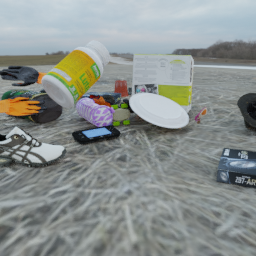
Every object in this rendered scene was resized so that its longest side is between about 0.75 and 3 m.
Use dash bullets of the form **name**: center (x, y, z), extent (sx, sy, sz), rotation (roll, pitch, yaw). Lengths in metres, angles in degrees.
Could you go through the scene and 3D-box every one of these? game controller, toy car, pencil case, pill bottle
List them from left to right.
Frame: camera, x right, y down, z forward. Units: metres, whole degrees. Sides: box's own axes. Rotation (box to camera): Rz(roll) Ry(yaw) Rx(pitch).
- **pill bottle**: center (-1.893, -2.161, 10.795), extent (1.467, 1.467, 2.642), rotation (15, 56, 41)
- **pencil case**: center (-1.438, -0.713, 11.843), extent (0.977, 0.959, 2.286), rotation (-46, 32, -12)
- **game controller**: center (-1.099, 0.218, 9.871), extent (1.657, 0.349, 0.864), rotation (-11, 20, -32)
- **toy car**: center (-0.295, -0.566, 11.796), extent (0.810, 0.843, 1.026), rotation (-7, 4, 1)

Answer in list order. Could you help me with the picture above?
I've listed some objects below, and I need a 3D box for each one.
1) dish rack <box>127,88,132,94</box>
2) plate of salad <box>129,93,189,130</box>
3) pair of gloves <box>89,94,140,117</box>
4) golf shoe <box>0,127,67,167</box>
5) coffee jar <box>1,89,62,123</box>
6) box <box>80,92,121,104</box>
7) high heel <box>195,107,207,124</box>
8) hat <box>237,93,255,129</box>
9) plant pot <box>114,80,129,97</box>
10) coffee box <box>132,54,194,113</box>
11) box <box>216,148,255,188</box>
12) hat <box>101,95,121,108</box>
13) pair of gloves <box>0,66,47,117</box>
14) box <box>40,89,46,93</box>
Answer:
- **dish rack**: center (0.196, -2.531, 19.262), extent (0.922, 0.328, 1.201), rotation (8, 19, 29)
- **plate of salad**: center (1.219, -0.655, 11.194), extent (2.491, 0.598, 2.491), rotation (12, 34, -8)
- **pair of gloves**: center (-0.355, -0.910, 12.294), extent (2.322, 0.287, 2.068), rotation (8, -13, 24)
- **golf shoe**: center (-2.826, 0.495, 7.752), extent (2.196, 1.038, 0.854), rotation (-1, 15, -9)
- **coffee jar**: center (-4.302, -1.025, 12.560), extent (2.822, 1.204, 1.472), rotation (12, 21, 35)
- **box**: center (-1.531, -1.701, 16.075), extent (2.010, 0.513, 1.585), rotation (4, 16, 13)
- **high heel**: center (2.802, -0.558, 10.804), extent (0.266, 0.790, 0.379), rotation (4, 41, -11)
- **hat**: center (4.993, -0.446, 10.944), extent (2.036, 0.821, 2.036), rotation (9, 50, -10)
- **plant pot**: center (-0.458, -2.586, 18.268), extent (1.010, 0.982, 1.010), rotation (0, 16, 0)
- **coffee box**: center (1.745, -2.145, 13.445), extent (2.578, 2.549, 2.574), rotation (5, 10, 15)
- **box**: center (3.029, 1.003, 7.190), extent (1.290, 0.350, 1.610), rotation (7, 18, 23)
- **hat**: center (-1.151, -1.294, 14.299), extent (1.891, 0.763, 1.891), rotation (0, 15, 0)
- **pair of gloves**: center (-4.221, -1.500, 11.206), extent (2.050, 2.300, 0.284), rotation (3, -24, -9)
- **box**: center (-4.062, -1.888, 16.187), extent (1.538, 0.809, 1.878), rotation (1, 16, 0)
